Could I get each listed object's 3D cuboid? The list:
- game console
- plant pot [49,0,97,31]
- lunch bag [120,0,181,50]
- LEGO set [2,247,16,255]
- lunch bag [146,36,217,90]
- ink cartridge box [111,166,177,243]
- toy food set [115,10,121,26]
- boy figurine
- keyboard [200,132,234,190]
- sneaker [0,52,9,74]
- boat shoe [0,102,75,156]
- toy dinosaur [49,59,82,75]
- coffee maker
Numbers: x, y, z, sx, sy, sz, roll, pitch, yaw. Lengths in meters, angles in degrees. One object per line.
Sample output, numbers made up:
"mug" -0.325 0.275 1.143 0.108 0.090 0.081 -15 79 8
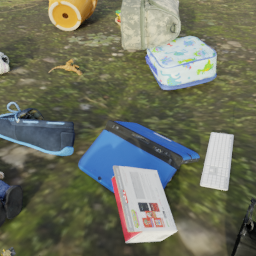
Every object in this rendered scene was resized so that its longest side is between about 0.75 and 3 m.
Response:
"game console" 0.255 0.710 6.114 1.974 1.168 1.685 28 13 32
"plant pot" -2.899 -6.138 13.923 2.473 2.473 2.264 3 51 4
"lunch bag" 0.816 -3.822 9.698 1.957 1.626 2.333 2 40 5
"LEGO set" -1.271 2.707 2.714 2.036 1.534 2.648 39 48 2
"lunch bag" 1.664 -2.191 9.240 1.920 0.985 2.389 -14 34 -3
"ink cartridge box" 0.130 1.104 4.110 0.884 0.422 1.007 14 44 -35
"toy food set" 0.373 -5.771 14.749 2.185 0.537 2.208 -12 38 -15
"boy figurine" -3.046 1.079 5.099 2.208 0.711 1.373 15 24 22
"keyboard" 2.018 0.667 6.247 0.531 0.101 1.887 12 37 16
"sneaker" -5.021 -2.461 10.125 1.135 0.853 2.278 -12 41 -36
"boat shoe" -2.152 -0.052 6.323 2.438 0.837 1.026 14 1 18
"toy dinosaur" -2.152 -2.163 9.930 1.217 0.368 0.646 11 39 16
"coffee maker" 2.102 1.782 3.781 1.226 1.177 0.825 18 39 23
